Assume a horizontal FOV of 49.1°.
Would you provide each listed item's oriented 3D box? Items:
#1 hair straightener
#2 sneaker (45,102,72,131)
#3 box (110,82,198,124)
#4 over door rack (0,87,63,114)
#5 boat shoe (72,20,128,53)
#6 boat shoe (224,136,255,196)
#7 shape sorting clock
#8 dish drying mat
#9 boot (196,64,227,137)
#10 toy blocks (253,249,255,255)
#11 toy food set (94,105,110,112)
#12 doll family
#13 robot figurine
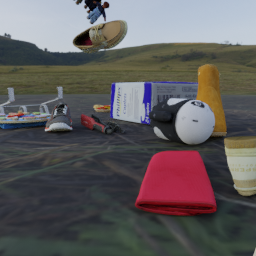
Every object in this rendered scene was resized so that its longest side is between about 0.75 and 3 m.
[{"bbox_3d":[-0.662,-0.142,8.215,0.785,0.417,2.040,-5,10,-32],"label":"hair straightener"},{"bbox_3d":[-2.065,-0.366,8.353,0.771,0.819,2.000,-2,9,-12],"label":"sneaker"},{"bbox_3d":[1.041,-1.036,10.754,2.524,1.440,2.744,-5,9,-33],"label":"box"},{"bbox_3d":[-3.646,-0.751,10.281,1.834,0.827,2.482,-7,-8,-34],"label":"over door rack"},{"bbox_3d":[-1.203,-3.696,11.384,2.699,0.999,0.896,-12,-7,41],"label":"boat shoe"},{"bbox_3d":[2.141,0.448,3.980,2.243,0.706,0.818,1,-5,-44],"label":"boat shoe"},{"bbox_3d":[-3.590,-0.360,9.395,2.188,0.429,2.188,2,11,-1],"label":"shape sorting clock"},{"bbox_3d":[0.645,0.640,3.777,0.815,0.193,2.122,1,9,10],"label":"dish drying mat"},{"bbox_3d":[2.159,-0.790,7.647,0.918,1.869,2.610,1,9,12],"label":"boot"},{"bbox_3d":[0.659,0.890,0.422,1.090,0.982,1.166,29,-16,0],"label":"toy blocks"},{"bbox_3d":[-1.111,-1.030,14.592,1.272,0.313,1.285,-2,8,-15],"label":"toy food set"},{"bbox_3d":[-0.907,-3.166,6.850,0.718,1.242,0.487,-26,25,34],"label":"doll family"},{"bbox_3d":[1.191,-0.190,6.412,1.225,1.017,1.630,-35,24,-23],"label":"robot figurine"}]
